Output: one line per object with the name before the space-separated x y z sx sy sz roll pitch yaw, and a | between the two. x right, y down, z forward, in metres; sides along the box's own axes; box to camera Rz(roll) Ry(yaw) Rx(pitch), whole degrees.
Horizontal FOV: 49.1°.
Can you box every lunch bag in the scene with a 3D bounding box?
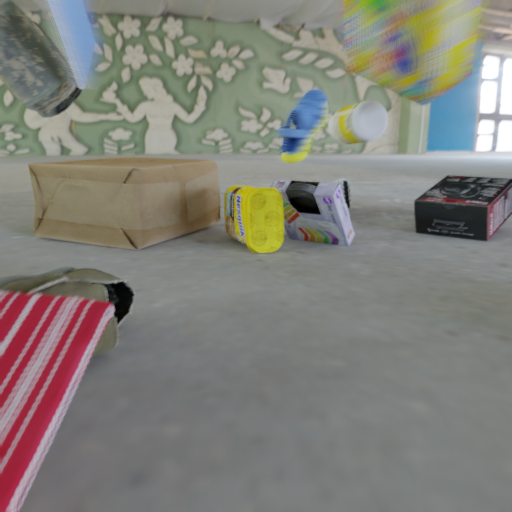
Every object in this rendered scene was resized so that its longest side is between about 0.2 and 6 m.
lunch bag | -4.049 -3.441 10.149 1.138 1.587 1.935 -38 12 -5

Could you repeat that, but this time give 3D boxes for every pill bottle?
pill bottle | 1.458 -1.943 8.249 0.556 0.556 0.989 -4 9 -16

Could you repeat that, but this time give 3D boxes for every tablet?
tablet | -2.894 -3.705 8.731 0.129 1.226 1.884 0 -31 1

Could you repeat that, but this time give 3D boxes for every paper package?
paper package | -2.616 -1.207 11.510 2.772 1.504 2.908 6 15 25

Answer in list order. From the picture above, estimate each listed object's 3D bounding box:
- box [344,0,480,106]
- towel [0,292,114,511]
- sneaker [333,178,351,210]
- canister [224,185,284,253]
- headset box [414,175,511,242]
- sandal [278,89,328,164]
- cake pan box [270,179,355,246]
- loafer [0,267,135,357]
box | 1.917 -2.957 7.032 0.905 1.484 1.429 -35 50 -18
towel | -2.406 0.894 3.436 2.623 0.295 1.897 2 39 8
sneaker | 1.787 -1.501 14.474 0.950 0.881 2.344 -2 9 30
canister | -0.087 -0.726 10.299 0.659 1.131 1.522 -6 12 -19
headset box | 4.308 -1.005 11.599 1.507 0.782 2.025 9 30 38
sandal | 1.117 -3.257 13.495 0.809 2.036 0.887 10 -24 30
cake pan box | 1.026 -0.810 10.261 1.308 1.421 0.372 7 54 29
loafer | -1.736 0.543 5.106 0.867 0.936 2.488 -4 12 4
